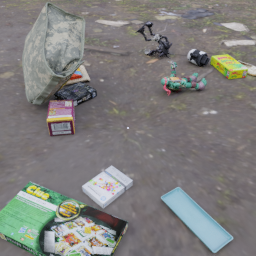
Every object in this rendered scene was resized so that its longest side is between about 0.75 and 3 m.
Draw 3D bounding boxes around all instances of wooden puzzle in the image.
[{"bbox_3d":[-2.414,-2.175,11.356,1.550,0.289,1.434,-11,38,-14],"label":"wooden puzzle"}]

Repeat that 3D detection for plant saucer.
[{"bbox_3d":[1.414,1.925,5.989,0.565,0.153,1.616,-22,43,-27],"label":"plant saucer"}]

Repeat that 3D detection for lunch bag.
[{"bbox_3d":[-2.465,-2.196,9.092,1.549,2.161,2.635,14,64,-34],"label":"lunch bag"}]

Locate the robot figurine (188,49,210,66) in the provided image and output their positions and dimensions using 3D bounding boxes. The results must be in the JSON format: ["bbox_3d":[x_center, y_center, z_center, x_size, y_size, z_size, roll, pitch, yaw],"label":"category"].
[{"bbox_3d":[3.082,-3.074,12.309,0.617,0.743,0.989,-39,50,-18],"label":"robot figurine"}]

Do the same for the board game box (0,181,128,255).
[{"bbox_3d":[-1.431,2.023,5.750,2.569,0.301,1.346,16,42,20],"label":"board game box"}]

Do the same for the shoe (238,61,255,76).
[{"bbox_3d":[5.052,-2.492,11.751,0.420,0.321,1.201,-25,43,-29],"label":"shoe"}]

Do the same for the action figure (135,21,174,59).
[{"bbox_3d":[1.298,-3.990,13.076,1.162,1.955,0.997,-47,14,-16],"label":"action figure"}]

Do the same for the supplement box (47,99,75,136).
[{"bbox_3d":[-2.042,-0.343,8.633,0.762,0.601,1.165,-4,37,-6],"label":"supplement box"}]

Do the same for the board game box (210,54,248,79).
[{"bbox_3d":[4.247,-2.616,11.865,0.810,0.380,1.594,-9,38,-11],"label":"board game box"}]

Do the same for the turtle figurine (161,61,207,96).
[{"bbox_3d":[1.882,-1.780,10.304,1.860,0.937,1.393,1,50,-26],"label":"turtle figurine"}]

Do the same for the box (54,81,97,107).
[{"bbox_3d":[-1.878,-1.207,10.053,1.216,0.265,0.974,-32,47,-33],"label":"box"}]

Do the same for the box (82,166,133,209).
[{"bbox_3d":[-0.482,1.377,6.678,0.755,0.199,0.969,30,47,34],"label":"box"}]
